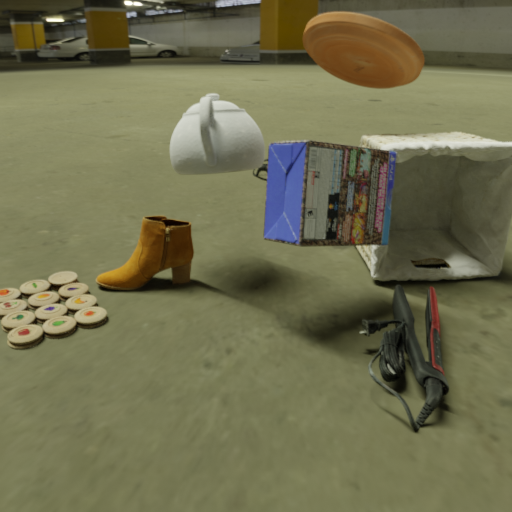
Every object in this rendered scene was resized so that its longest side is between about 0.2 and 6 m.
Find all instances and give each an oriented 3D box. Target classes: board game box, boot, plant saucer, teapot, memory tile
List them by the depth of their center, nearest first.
[{"bbox_3d":[1.190,-0.969,8.937,1.938,1.545,0.938,-1,8,-36],"label":"board game box"},{"bbox_3d":[-3.629,0.865,9.710,1.627,0.178,2.123,-15,28,-30],"label":"memory tile"},{"bbox_3d":[-0.738,-2.224,10.153,1.870,1.384,1.895,-15,17,-39],"label":"teapot"},{"bbox_3d":[-2.094,-0.090,10.423,1.853,1.327,0.652,-3,24,-7],"label":"boot"},{"bbox_3d":[2.224,-4.242,11.931,2.622,0.423,2.622,20,-3,1],"label":"plant saucer"}]

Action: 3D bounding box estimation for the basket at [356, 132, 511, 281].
[{"bbox_3d":[3.362,-1.109,11.118,2.625,2.649,2.130,-2,23,-6],"label":"basket"}]

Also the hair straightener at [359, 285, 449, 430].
[{"bbox_3d":[2.132,1.356,8.312,1.212,0.645,3.150,5,29,11],"label":"hair straightener"}]

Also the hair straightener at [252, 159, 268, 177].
[{"bbox_3d":[1.647,-2.533,16.820,3.596,0.736,1.384,4,24,19],"label":"hair straightener"}]
